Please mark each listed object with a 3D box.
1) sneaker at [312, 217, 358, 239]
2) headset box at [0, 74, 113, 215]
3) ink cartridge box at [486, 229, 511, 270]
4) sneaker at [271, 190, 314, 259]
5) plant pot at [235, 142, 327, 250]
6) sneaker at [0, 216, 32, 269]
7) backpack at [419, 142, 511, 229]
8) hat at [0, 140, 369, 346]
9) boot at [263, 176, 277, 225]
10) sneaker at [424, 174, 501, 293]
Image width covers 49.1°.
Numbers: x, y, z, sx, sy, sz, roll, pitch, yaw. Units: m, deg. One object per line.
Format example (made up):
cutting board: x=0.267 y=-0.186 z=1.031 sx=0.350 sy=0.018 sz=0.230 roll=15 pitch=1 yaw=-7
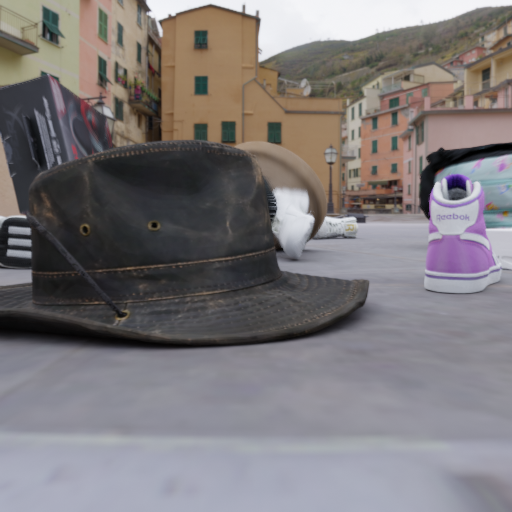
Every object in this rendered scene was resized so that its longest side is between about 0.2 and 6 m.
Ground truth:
sneaker: x=2.617 y=-0.994 z=18.432 sx=1.408 sy=0.897 sz=2.436 roll=-2 pitch=2 yaw=22
headset box: x=-3.447 y=-1.757 z=10.055 sx=1.076 sy=2.132 sz=2.868 roll=-15 pitch=-4 yaw=5
ink cartridge box: x=4.224 y=-0.117 z=8.566 sx=1.414 sy=0.596 sz=1.024 roll=-4 pitch=6 yaw=-42
sneaker: x=0.421 y=-0.636 z=10.289 sx=1.072 sy=0.840 sz=2.157 roll=17 pitch=22 yaw=-9
plant pot: x=0.089 y=-0.996 z=12.121 sx=2.683 sy=2.683 sz=1.238 roll=3 pitch=43 yaw=31
sneaker: x=-4.284 y=-0.259 z=9.058 sx=2.729 sy=1.024 sz=1.576 roll=11 pitch=1 yaw=7
backpack: x=5.909 y=-1.314 z=12.303 sx=3.194 sy=2.423 sz=3.828 roll=-4 pitch=5 yaw=-26
hat: x=-0.836 y=-0.265 z=4.956 sx=3.626 sy=1.463 sz=3.626 roll=0 pitch=3 yaw=0
boot: x=-0.785 y=-0.259 z=8.159 sx=1.937 sy=0.875 sz=2.364 roll=-21 pitch=-16 yaw=-13
sneaker: x=2.484 y=-0.305 z=6.647 sx=0.816 sy=1.283 sz=2.251 roll=0 pitch=3 yaw=21
